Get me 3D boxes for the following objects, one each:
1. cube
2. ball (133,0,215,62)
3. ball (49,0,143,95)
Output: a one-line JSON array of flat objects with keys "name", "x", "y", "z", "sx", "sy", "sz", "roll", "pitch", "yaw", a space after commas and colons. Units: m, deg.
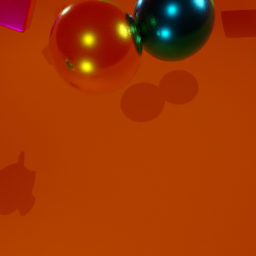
[{"name": "cube", "x": -2.516, "y": -2.727, "z": 5.808, "sx": 1.069, "sy": 1.069, "sz": 1.069, "roll": 15, "pitch": 20, "yaw": -18}, {"name": "ball", "x": 0.634, "y": -1.522, "z": 3.950, "sx": 1.144, "sy": 1.144, "sz": 1.144, "roll": 0, "pitch": 61, "yaw": 0}, {"name": "ball", "x": -0.421, "y": -1.061, "z": 3.753, "sx": 1.236, "sy": 1.236, "sz": 1.236, "roll": 0, "pitch": 61, "yaw": 0}]
